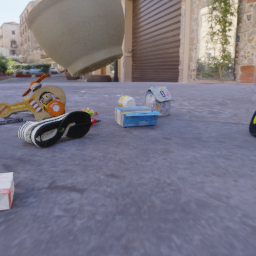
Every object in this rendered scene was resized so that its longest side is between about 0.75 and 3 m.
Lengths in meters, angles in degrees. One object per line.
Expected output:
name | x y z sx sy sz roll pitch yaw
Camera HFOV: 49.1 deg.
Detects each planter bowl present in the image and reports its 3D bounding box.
planter bowl | -1.327 -2.816 8.694 2.973 2.001 2.973 -22 5 2

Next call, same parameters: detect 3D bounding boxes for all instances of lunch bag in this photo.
lunch bag | 1.478 -1.286 13.681 0.912 1.434 1.216 11 15 44

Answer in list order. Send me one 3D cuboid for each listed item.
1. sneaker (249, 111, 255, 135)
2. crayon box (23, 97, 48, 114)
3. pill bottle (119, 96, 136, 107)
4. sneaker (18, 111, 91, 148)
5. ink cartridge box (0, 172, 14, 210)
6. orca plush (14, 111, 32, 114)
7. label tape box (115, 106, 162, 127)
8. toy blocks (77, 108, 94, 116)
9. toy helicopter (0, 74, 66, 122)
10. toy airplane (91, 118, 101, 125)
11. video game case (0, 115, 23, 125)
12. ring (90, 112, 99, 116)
sneaker | 4.861 -0.002 9.165 1.164 0.978 2.968 18 12 4
crayon box | -4.584 -1.096 14.104 1.205 0.482 1.898 24 11 -7
pill bottle | -0.023 -1.429 16.017 0.759 0.759 1.349 -3 13 -15
sneaker | -2.464 -0.117 9.260 1.465 0.961 2.546 10 18 33
ink cartridge box | -2.339 1.116 4.965 0.557 0.323 0.956 -4 14 -16
orca plush | -5.591 -1.074 14.644 1.753 0.623 0.922 7 14 29
label tape box | 0.376 -0.433 11.551 1.459 0.673 2.037 -4 15 -15
toy blocks | -2.192 -0.692 13.581 0.877 0.318 0.731 -18 26 -30
toy helicopter | -4.197 -1.157 12.106 2.972 1.966 1.172 -13 -4 -11
toy airplane | -1.857 -0.241 11.511 1.533 0.282 1.533 -1 9 0
video game case | -6.015 -0.307 12.017 1.670 0.222 2.338 10 14 39
ring | -1.996 -0.755 14.422 1.036 0.099 1.036 0 13 0
